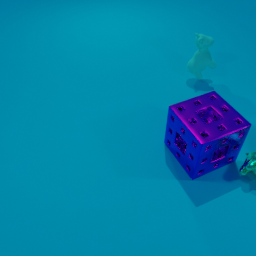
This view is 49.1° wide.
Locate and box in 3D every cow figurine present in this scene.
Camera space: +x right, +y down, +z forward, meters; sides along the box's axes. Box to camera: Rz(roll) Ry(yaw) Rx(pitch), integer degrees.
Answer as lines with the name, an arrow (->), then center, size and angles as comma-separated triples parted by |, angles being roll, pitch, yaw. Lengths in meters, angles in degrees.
cow figurine -> 2.356, -2.392, 9.224 | 1.250, 1.271, 0.698 | 43, 22, -15
cow figurine -> 3.460, 0.898, 6.762 | 1.254, 0.688, 1.234 | 36, 61, 16

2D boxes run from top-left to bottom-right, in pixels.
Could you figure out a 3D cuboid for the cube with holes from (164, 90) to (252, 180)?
cube with holes -> 1.886, 0.162, 6.997 | 1.363, 1.363, 1.363 | -19, 49, -17
